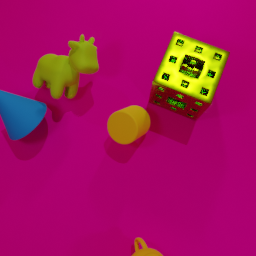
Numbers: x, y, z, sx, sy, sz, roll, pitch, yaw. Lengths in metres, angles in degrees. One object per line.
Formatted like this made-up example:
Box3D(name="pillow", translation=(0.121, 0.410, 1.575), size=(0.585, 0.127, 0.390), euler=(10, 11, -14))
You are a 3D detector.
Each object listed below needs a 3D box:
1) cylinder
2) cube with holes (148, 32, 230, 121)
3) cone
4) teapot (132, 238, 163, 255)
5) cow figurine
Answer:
Box3D(name="cylinder", translation=(0.032, -0.090, 6.760), size=(0.797, 0.797, 0.797), euler=(7, 107, 25))
Box3D(name="cube with holes", translation=(1.431, -1.207, 6.919), size=(1.368, 1.368, 1.368), euler=(22, 77, 5))
Box3D(name="cone", translation=(-2.731, -0.531, 6.472), size=(1.173, 1.177, 1.173), euler=(-23, 40, 21))
Box3D(name="teapot", translation=(0.366, 3.138, 5.872), size=(1.001, 0.788, 1.610), euler=(6, 59, -29))
Box3D(name="cow figurine", translation=(-1.509, -1.534, 6.791), size=(1.659, 0.910, 1.632), euler=(28, 110, 27))
